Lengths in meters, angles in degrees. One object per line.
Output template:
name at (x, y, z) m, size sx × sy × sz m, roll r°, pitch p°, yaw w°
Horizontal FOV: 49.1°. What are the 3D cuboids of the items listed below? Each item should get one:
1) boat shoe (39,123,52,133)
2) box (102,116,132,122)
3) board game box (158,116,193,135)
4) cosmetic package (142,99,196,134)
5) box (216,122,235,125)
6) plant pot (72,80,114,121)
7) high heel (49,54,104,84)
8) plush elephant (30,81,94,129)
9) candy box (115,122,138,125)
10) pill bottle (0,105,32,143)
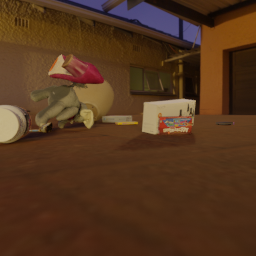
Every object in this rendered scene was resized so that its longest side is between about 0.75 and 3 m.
boat shoe at (-2.639, -0.026, 9.015) m, size 0.278 × 0.310 × 0.838 m, roll 6°, pitch 4°, yaw -1°
box at (-0.620, -0.553, 17.127) m, size 1.456 × 0.384 × 1.867 m, roll 1°, pitch 3°, yaw 12°
board game box at (1.359, -0.076, 8.037) m, size 1.004 × 0.517 × 0.098 m, roll -2°, pitch 15°, yaw -14°
cosmetic package at (1.356, -0.411, 8.882) m, size 0.553 × 0.901 × 2.183 m, roll 11°, pitch 15°, yaw 42°
box at (4.796, -0.229, 13.811) m, size 0.760 × 0.137 × 0.543 m, roll -1°, pitch 3°, yaw -33°
plant pot at (-2.277, -1.445, 16.675) m, size 2.827 × 2.827 × 1.898 m, roll 0°, pitch 37°, yaw 0°
high heel at (-1.762, -1.813, 9.235) m, size 1.248 × 0.876 × 2.602 m, roll 32°, pitch -14°, yaw -28°
plush elephant at (-2.231, -0.715, 10.362) m, size 2.238 × 1.732 × 1.843 m, roll -31°, pitch 49°, yaw -8°
candy box at (-0.073, -0.247, 14.034) m, size 1.030 × 0.136 × 0.527 m, roll -2°, pitch 6°, yaw -19°
pill bottle at (-2.568, -0.092, 6.021) m, size 0.810 × 0.810 × 1.391 m, roll -1°, pitch 4°, yaw -12°
